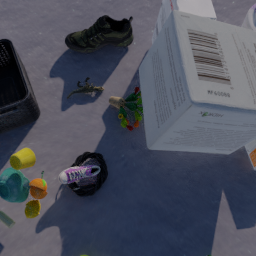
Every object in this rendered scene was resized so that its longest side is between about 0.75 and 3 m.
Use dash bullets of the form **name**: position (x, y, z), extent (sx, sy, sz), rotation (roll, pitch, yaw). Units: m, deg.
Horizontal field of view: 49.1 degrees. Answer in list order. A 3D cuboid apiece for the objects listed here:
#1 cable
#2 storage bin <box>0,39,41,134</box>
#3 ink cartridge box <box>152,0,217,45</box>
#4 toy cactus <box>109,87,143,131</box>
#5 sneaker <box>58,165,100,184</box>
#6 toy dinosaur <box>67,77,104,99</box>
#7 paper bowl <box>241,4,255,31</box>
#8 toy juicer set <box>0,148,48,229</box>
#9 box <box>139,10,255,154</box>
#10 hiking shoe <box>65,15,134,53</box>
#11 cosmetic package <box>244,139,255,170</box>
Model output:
- **cable**: position (-1.116, 1.275, 7.974), extent (1.077, 0.335, 1.321), rotation (35, 67, 17)
- **storage bin**: position (-4.065, -1.306, 8.828), extent (1.781, 1.235, 2.634), rotation (-22, 64, -11)
- **ink cartridge box**: position (1.623, -3.090, 8.879), extent (1.119, 2.653, 1.921), rotation (0, 62, -8)
- **toy cactus**: position (-0.019, -0.724, 8.871), extent (1.307, 0.810, 1.585), rotation (19, 72, 20)
- **sneaker**: position (-1.298, 1.220, 7.619), extent (1.123, 0.640, 0.407), rotation (-15, 88, -30)
- **toy dinosaur**: position (-1.460, -1.371, 9.399), extent (1.279, 0.304, 0.564), rotation (-12, 70, -2)
- **paper bowl**: position (5.161, -3.315, 9.882), extent (2.296, 1.194, 2.296), rotation (0, 62, 0)
- **toy juicer set**: position (-2.780, 1.693, 7.132), extent (2.342, 0.637, 1.490), rotation (-43, 82, 26)
- **box**: position (2.057, -1.033, 7.609), extent (2.849, 2.441, 2.835), rotation (6, 60, -20)
- **hiking shoe**: position (-1.045, -3.467, 9.926), extent (2.505, 1.261, 0.949), rotation (-11, 63, -6)
- **cosmetic package**: position (3.802, 0.380, 8.199), extent (0.536, 0.762, 1.503), rotation (-9, 62, -4)
